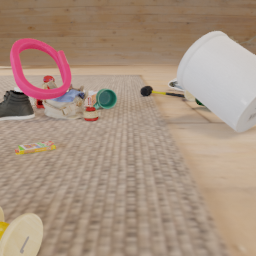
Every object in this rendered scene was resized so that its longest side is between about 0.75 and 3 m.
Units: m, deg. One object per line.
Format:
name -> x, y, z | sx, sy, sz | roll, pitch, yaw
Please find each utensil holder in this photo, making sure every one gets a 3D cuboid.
utensil holder -> 3.015, -1.375, 8.297 | 2.064, 2.064, 2.429 | -12, 48, -37

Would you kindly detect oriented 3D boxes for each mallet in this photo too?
mallet -> 1.933, -1.838, 14.732 | 2.512, 0.517, 0.827 | 9, 18, 14

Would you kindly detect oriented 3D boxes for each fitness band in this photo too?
fitness band -> -3.033, -2.090, 9.774 | 1.911, 0.498, 2.660 | -6, 59, -31

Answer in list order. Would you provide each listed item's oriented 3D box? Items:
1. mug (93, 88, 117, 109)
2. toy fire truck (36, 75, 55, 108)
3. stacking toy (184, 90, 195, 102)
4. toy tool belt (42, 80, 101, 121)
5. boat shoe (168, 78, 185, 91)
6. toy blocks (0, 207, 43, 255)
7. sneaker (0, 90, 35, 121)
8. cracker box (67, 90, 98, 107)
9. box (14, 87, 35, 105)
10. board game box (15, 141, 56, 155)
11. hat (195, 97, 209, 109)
mug -> -1.024, -1.244, 11.782 | 1.007, 0.827, 0.623 | -7, 14, -21
toy fire truck -> -3.615, -1.605, 12.352 | 0.418, 1.716, 1.210 | 1, -12, 0
stacking toy -> 3.209, -1.899, 14.042 | 0.850, 0.850, 1.990 | 2, 16, 8
toy tool belt -> -2.041, -1.009, 10.024 | 2.149, 1.320, 1.342 | 8, 17, 25
boat shoe -> 3.623, -2.485, 16.028 | 2.874, 1.018, 0.996 | 1, 13, 41
toy blocks -> -2.159, 1.296, 3.050 | 1.861, 0.676, 1.551 | 6, 16, 22
sneaker -> -4.428, -0.809, 9.841 | 2.111, 1.047, 0.746 | -6, 18, -15
cracker box -> -2.324, -1.345, 12.624 | 1.948, 0.562, 1.305 | 2, 16, 11
box -> -4.685, -1.443, 12.657 | 0.573, 0.731, 1.176 | -10, 18, -31
board game box -> -2.303, 0.489, 6.952 | 0.939, 0.141, 0.448 | -10, 18, -23
hat -> 3.636, -0.733, 11.042 | 1.574, 1.672, 1.900 | -14, -28, 6
